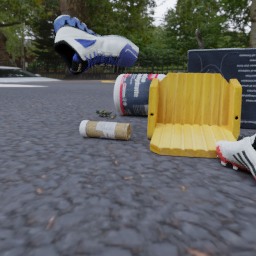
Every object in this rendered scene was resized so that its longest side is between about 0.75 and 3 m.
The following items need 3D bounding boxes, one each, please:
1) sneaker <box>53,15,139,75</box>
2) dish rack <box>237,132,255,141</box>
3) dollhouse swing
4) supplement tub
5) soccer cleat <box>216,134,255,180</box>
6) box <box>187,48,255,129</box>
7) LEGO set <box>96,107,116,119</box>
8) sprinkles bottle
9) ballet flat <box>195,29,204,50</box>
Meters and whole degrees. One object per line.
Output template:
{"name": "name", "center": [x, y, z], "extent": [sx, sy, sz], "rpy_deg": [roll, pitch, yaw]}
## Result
{"name": "sneaker", "center": [-1.081, -2.159, 8.424], "extent": [2.643, 1.527, 1.068], "rpy_deg": [17, -33, -17]}
{"name": "dish rack", "center": [3.903, 0.489, 7.380], "extent": [1.760, 0.480, 1.350], "rpy_deg": [2, 14, -1]}
{"name": "dollhouse swing", "center": [1.934, -0.530, 8.244], "extent": [2.759, 2.508, 2.426], "rpy_deg": [3, 2, 11]}
{"name": "supplement tub", "center": [0.876, -1.549, 13.141], "extent": [2.761, 1.937, 1.937], "rpy_deg": [3, 13, 15]}
{"name": "soccer cleat", "center": [2.579, 0.501, 5.881], "extent": [0.792, 0.983, 2.308], "rpy_deg": [0, 15, -8]}
{"name": "box", "center": [3.924, -1.624, 11.171], "extent": [2.965, 2.915, 1.838], "rpy_deg": [5, 13, 22]}
{"name": "LEGO set", "center": [-1.051, -0.603, 12.875], "extent": [0.849, 0.370, 1.307], "rpy_deg": [-5, 26, -14]}
{"name": "sprinkles bottle", "center": [-0.727, 0.064, 9.007], "extent": [1.613, 0.550, 0.550], "rpy_deg": [4, 13, 17]}
{"name": "ballet flat", "center": [3.187, -3.930, 12.519], "extent": [0.225, 0.972, 0.327], "rpy_deg": [-6, 21, 42]}
